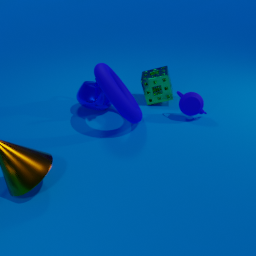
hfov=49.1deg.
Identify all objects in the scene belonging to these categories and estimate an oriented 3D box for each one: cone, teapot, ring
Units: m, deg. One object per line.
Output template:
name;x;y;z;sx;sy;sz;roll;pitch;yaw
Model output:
cone;-2.392;0.588;5.772;1.170;1.174;1.170;-25;33;17
teapot;-1.026;-1.116;9.031;1.201;0.946;1.932;5;20;-21
teapot;1.976;-0.746;8.628;1.201;0.747;0.588;37;23;-4
ring;-0.265;-1.016;8.203;0.415;2.074;2.074;-35;31;10

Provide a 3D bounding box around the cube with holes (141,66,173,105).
cube with holes;1.011;-1.470;9.631;0.906;0.906;0.906;-11;29;13
